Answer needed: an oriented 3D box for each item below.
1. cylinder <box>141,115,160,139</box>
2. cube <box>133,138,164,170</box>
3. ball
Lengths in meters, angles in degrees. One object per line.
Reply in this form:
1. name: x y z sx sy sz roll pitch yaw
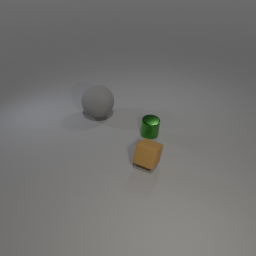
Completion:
1. cylinder: 0.872 -0.048 10.892 0.700 0.700 0.700 2 39 -1
2. cube: 0.666 0.832 9.153 0.700 0.700 0.700 19 21 20
3. ball: -1.287 -1.146 11.966 1.400 1.400 1.400 0 32 0
